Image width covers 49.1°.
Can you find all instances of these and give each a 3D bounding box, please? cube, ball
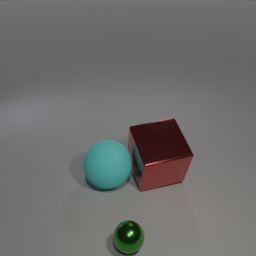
[{"bbox_3d":[0.855,0.769,8.124,1.400,1.400,1.400,-11,52,-12],"label":"cube"},{"bbox_3d":[0.017,2.425,6.250,0.700,0.700,0.700,0,28,0],"label":"ball"},{"bbox_3d":[-0.584,1.049,8.121,1.400,1.400,1.400,0,28,0],"label":"ball"}]
